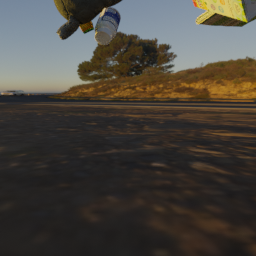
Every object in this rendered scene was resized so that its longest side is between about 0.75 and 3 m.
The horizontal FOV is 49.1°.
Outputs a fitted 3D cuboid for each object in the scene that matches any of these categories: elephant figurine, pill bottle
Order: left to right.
[{"bbox_3d":[-0.937,-2.851,4.361,1.457,2.059,1.598,-22,45,10],"label":"elephant figurine"},{"bbox_3d":[-0.856,-4.151,11.469,0.887,1.599,0.887,8,-36,6],"label":"pill bottle"}]

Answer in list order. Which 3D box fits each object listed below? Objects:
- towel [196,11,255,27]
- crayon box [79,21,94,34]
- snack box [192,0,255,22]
[{"bbox_3d":[3.131,-3.422,8.472,1.764,0.271,1.316,-4,1,-19],"label":"towel"},{"bbox_3d":[-1.765,-4.276,10.461,0.499,1.247,1.965,-25,14,1],"label":"crayon box"},{"bbox_3d":[2.713,-3.380,5.825,2.419,0.641,1.720,-41,40,1],"label":"snack box"}]
